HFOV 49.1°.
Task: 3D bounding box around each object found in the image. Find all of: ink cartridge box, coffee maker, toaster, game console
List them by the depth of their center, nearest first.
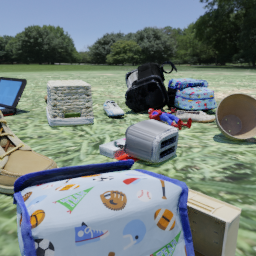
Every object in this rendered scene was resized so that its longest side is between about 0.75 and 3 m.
[{"bbox_3d":[0.593,0.330,7.016,0.982,0.864,1.520,17,21,36],"label":"toaster"},{"bbox_3d":[0.028,0.551,7.422,1.055,0.265,1.215,12,19,40],"label":"ink cartridge box"},{"bbox_3d":[-6.130,-1.447,12.627,2.574,1.527,2.218,11,18,38],"label":"game console"},{"bbox_3d":[1.083,-2.119,13.259,1.844,2.629,2.738,41,19,-18],"label":"coffee maker"}]

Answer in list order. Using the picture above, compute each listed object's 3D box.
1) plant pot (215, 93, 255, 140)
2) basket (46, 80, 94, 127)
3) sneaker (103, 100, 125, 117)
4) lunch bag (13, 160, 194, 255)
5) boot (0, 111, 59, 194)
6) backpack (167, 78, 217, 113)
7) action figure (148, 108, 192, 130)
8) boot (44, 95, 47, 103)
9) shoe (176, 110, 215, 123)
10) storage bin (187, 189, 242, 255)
[{"bbox_3d":[3.366,-0.247,8.740,1.438,1.438,0.966,1,-16,3],"label":"plant pot"},{"bbox_3d":[-2.403,-1.087,11.224,1.676,1.525,2.473,-4,14,-19],"label":"basket"},{"bbox_3d":[-0.649,-0.843,12.101,0.633,0.638,1.762,-5,17,-23],"label":"sneaker"},{"bbox_3d":[-0.474,1.092,3.465,1.729,1.260,2.034,-6,3,-23],"label":"lunch bag"},{"bbox_3d":[-2.567,0.060,5.459,2.669,2.074,0.971,9,26,33],"label":"boot"},{"bbox_3d":[3.017,-1.481,12.963,1.972,1.453,2.160,-5,16,-20],"label":"backpack"},{"bbox_3d":[1.459,-0.441,10.775,0.754,0.596,2.306,-13,17,-27],"label":"action figure"},{"bbox_3d":[-4.072,-1.682,15.700,1.228,0.464,1.402,-4,14,-15],"label":"boot"},{"bbox_3d":[2.660,-0.463,11.005,1.582,0.422,0.553,1,14,4],"label":"shoe"},{"bbox_3d":[0.847,1.275,3.386,0.859,0.865,0.405,14,19,43],"label":"storage bin"}]
